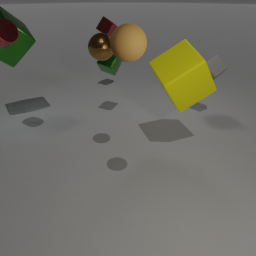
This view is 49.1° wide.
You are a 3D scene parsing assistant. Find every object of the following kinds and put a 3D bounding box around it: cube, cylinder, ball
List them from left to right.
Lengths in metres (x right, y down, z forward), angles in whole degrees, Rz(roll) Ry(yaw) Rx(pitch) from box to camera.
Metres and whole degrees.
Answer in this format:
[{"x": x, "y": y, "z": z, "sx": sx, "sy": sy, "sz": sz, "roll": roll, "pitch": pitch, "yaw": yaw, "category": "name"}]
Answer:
[{"x": -3.775, "y": -2.842, "z": 8.462, "sx": 0.700, "sy": 0.700, "sz": 0.700, "roll": -1, "pitch": 19, "yaw": 46, "category": "cylinder"}, {"x": -4.611, "y": -3.426, "z": 10.454, "sx": 1.400, "sy": 1.400, "sz": 1.400, "roll": 53, "pitch": 13, "yaw": 32, "category": "cube"}, {"x": -0.693, "y": -2.113, "z": 7.302, "sx": 0.700, "sy": 0.700, "sz": 0.700, "roll": 0, "pitch": 28, "yaw": 0, "category": "ball"}, {"x": -1.030, "y": -4.963, "z": 13.873, "sx": 0.700, "sy": 0.700, "sz": 0.700, "roll": 37, "pitch": 13, "yaw": 9, "category": "cube"}, {"x": -0.756, "y": -2.692, "z": 11.461, "sx": 0.700, "sy": 0.700, "sz": 0.700, "roll": 22, "pitch": -10, "yaw": 16, "category": "cube"}, {"x": 0.008, "y": -1.615, "z": 5.324, "sx": 0.700, "sy": 0.700, "sz": 0.700, "roll": 0, "pitch": 28, "yaw": 0, "category": "ball"}, {"x": 1.749, "y": -1.658, "z": 9.013, "sx": 1.400, "sy": 1.400, "sz": 1.400, "roll": -32, "pitch": 46, "yaw": 10, "category": "cube"}, {"x": 3.552, "y": -2.456, "z": 11.624, "sx": 0.700, "sy": 0.700, "sz": 0.700, "roll": -37, "pitch": -5, "yaw": -5, "category": "cube"}]
